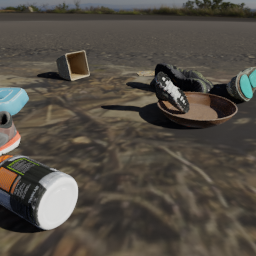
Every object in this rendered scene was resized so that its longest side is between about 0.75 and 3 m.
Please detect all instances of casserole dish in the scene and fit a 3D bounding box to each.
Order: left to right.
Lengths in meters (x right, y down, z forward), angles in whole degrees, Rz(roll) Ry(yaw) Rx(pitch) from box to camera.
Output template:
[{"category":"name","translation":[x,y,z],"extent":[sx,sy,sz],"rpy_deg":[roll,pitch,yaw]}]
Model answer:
[{"category":"casserole dish","translation":[-3.732,-0.823,8.359],"extent":[1.194,0.383,1.972],"rpy_deg":[-1,26,-2]}]

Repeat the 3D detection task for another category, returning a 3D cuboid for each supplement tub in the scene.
[{"category":"supplement tub","translation":[-1.453,0.881,4.135],"extent":[1.298,0.795,0.795],"rpy_deg":[16,29,31]}]

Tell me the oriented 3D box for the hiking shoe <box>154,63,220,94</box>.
[{"category":"hiking shoe","translation":[1.918,-1.611,9.676],"extent":[1.203,0.905,2.390],"rpy_deg":[-8,34,-36]}]

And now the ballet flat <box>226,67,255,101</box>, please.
[{"category":"ballet flat","translation":[3.754,-1.388,9.293],"extent":[0.845,0.894,2.653],"rpy_deg":[-16,9,41]}]

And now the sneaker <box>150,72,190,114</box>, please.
[{"category":"sneaker","translation":[1.121,-0.900,7.675],"extent":[0.621,1.372,0.456],"rpy_deg":[-24,25,55]}]

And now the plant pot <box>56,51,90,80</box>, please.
[{"category":"plant pot","translation":[-2.328,-2.523,11.436],"extent":[0.911,1.029,1.027],"rpy_deg":[4,22,39]}]

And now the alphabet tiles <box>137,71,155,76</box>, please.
[{"category":"alphabet tiles","translation":[0.847,-2.361,12.107],"extent":[0.905,0.029,0.753],"rpy_deg":[-7,26,-16]}]

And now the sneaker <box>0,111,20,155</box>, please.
[{"category":"sneaker","translation":[-2.944,0.286,5.289],"extent":[0.850,0.903,2.206],"rpy_deg":[5,25,11]}]

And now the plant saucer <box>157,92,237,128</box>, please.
[{"category":"plant saucer","translation":[1.842,-0.486,7.628],"extent":[2.097,0.384,2.097],"rpy_deg":[0,26,0]}]
